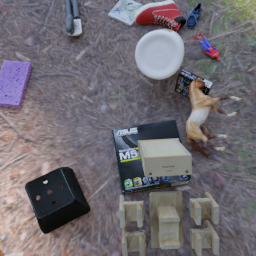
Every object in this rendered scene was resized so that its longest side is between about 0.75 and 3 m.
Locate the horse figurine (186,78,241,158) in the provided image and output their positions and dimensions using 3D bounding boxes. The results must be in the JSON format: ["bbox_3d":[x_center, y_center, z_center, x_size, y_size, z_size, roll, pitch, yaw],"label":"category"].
[{"bbox_3d":[2.332,-0.243,8.376,1.533,0.577,2.313,18,102,18],"label":"horse figurine"}]

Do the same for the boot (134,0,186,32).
[{"bbox_3d":[1.267,-4.155,10.807,1.860,0.673,1.342,-21,68,-13],"label":"boot"}]

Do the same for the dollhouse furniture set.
[{"bbox_3d":[0.980,1.829,7.593,2.407,1.825,2.747,-3,100,-1],"label":"dollhouse furniture set"}]

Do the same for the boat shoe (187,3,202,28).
[{"bbox_3d":[2.596,-4.477,11.071,0.494,0.403,1.175,17,66,8],"label":"boat shoe"}]

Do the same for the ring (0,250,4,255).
[{"bbox_3d":[-3.917,3.808,7.417,1.358,0.130,1.358,0,66,0],"label":"ring"}]

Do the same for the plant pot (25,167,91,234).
[{"bbox_3d":[-1.958,1.829,7.456,1.417,1.260,1.420,-25,72,-12],"label":"plant pot"}]

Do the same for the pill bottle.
[{"bbox_3d":[1.108,-2.454,9.011,1.391,1.391,2.432,15,23,7],"label":"pill bottle"}]

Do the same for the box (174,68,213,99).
[{"bbox_3d":[2.130,-1.336,9.234,1.114,1.122,0.279,31,71,14],"label":"box"}]

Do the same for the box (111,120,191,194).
[{"bbox_3d":[0.659,0.845,8.576,2.093,0.497,2.021,-8,68,-4],"label":"box"}]

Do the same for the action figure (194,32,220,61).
[{"bbox_3d":[3.000,-2.988,10.448,0.413,0.326,1.261,-35,75,-9],"label":"action figure"}]

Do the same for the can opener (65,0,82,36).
[{"bbox_3d":[-2.149,-4.433,10.946,0.549,0.693,2.086,-8,61,-2],"label":"can opener"}]

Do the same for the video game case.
[{"bbox_3d":[-0.047,-4.733,11.339,1.084,0.131,1.190,28,68,12],"label":"video game case"}]

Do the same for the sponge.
[{"bbox_3d":[-4.067,-1.559,9.811,0.990,0.265,1.775,4,65,3],"label":"sponge"}]
